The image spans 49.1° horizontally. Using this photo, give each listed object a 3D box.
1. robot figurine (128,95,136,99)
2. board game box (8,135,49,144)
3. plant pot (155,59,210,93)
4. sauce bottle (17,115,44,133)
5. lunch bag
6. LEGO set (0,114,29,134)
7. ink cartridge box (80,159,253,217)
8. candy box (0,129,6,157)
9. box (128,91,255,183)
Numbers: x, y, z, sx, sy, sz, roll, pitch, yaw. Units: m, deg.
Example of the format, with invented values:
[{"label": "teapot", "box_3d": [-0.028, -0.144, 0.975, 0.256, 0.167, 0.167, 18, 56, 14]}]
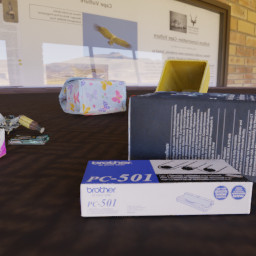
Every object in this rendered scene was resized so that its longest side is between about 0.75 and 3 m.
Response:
[{"label": "robot figurine", "box_3d": [0.585, -1.648, 17.060, 1.191, 0.695, 0.857, 7, 15, 32]}, {"label": "board game box", "box_3d": [-2.862, 0.338, 8.143, 0.996, 0.140, 0.674, 0, 11, -3]}, {"label": "plant pot", "box_3d": [2.895, -1.838, 13.894, 2.175, 2.189, 2.239, 9, -18, 29]}, {"label": "sauce bottle", "box_3d": [-3.289, -0.122, 9.490, 0.958, 0.310, 0.310, 28, 17, 11]}, {"label": "lunch bag", "box_3d": [-1.838, -1.586, 13.826, 2.482, 1.861, 2.927, -5, 4, -30]}, {"label": "LEGO set", "box_3d": [-4.183, -0.118, 9.863, 1.483, 0.647, 2.284, 4, -1, 9]}, {"label": "ink cartridge box", "box_3d": [0.506, 0.874, 4.324, 2.340, 0.517, 1.100, -1, 10, -3]}, {"label": "candy box", "box_3d": [-4.084, 0.450, 6.082, 2.237, 0.682, 1.525, 0, 11, 2]}, {"label": "box", "box_3d": [1.679, 0.013, 6.185, 2.818, 1.509, 2.092, 4, 12, 21]}]
